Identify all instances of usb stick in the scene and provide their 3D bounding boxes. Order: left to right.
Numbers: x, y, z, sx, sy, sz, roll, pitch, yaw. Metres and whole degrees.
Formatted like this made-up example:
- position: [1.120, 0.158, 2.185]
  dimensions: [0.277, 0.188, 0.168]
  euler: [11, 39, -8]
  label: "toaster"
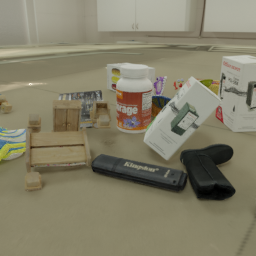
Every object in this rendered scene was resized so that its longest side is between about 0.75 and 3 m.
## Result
- position: [0.232, 1.104, 7.090]
  dimensions: [2.470, 0.403, 0.685]
  euler: [9, 23, 22]
  label: "usb stick"

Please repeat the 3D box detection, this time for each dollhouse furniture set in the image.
- position: [-1.598, 0.687, 8.187]
  dimensions: [2.526, 1.446, 2.962]
  euler: [-1, 47, -15]
  label: "dollhouse furniture set"

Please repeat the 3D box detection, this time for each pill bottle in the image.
- position: [0.212, -1.058, 10.030]
  dimensions: [1.282, 2.285, 1.282]
  euler: [0, 21, 0]
  label: "pill bottle"

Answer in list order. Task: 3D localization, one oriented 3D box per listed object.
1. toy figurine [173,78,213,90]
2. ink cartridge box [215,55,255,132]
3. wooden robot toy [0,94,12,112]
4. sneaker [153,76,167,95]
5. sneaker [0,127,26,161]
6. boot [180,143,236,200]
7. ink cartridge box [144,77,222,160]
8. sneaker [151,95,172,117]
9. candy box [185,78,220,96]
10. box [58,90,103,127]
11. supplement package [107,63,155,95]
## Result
- position: [3.269, -1.737, 13.936]
  dimensions: [1.938, 1.022, 1.161]
  euler: [-2, 66, 3]
  label: "toy figurine"
- position: [4.183, -1.330, 10.433]
  dimensions: [1.035, 2.496, 1.832]
  euler: [-2, 21, -5]
  label: "ink cartridge box"
- position: [-5.789, -1.230, 12.627]
  dimensions: [2.010, 0.886, 0.912]
  euler: [13, 14, 28]
  label: "wooden robot toy"
- position: [1.418, -1.868, 13.020]
  dimensions: [0.555, 1.255, 0.505]
  euler: [15, -16, 4]
  label: "sneaker"
- position: [-3.841, 0.227, 7.832]
  dimensions: [1.075, 1.491, 2.839]
  euler: [11, 24, 26]
  label: "sneaker"
- position: [2.200, 1.039, 6.946]
  dimensions: [1.498, 0.597, 1.817]
  euler: [-11, 18, 0]
  label: "boot"
- position: [1.492, -0.345, 7.986]
  dimensions: [0.898, 2.137, 1.560]
  euler: [39, 17, -4]
  label: "ink cartridge box"
- position: [1.007, -1.036, 11.841]
  dimensions: [2.581, 0.972, 1.138]
  euler: [9, 19, 15]
  label: "sneaker"
- position: [4.405, -2.222, 15.297]
  dimensions: [2.295, 0.648, 1.339]
  euler: [15, 25, 30]
  label: "candy box"
- position: [-1.873, -0.786, 11.252]
  dimensions: [1.847, 0.564, 2.332]
  euler: [-7, 29, -7]
  label: "box"
- position: [0.093, -2.660, 15.262]
  dimensions: [1.422, 1.476, 2.596]
  euler: [-12, 23, -33]
  label: "supplement package"
